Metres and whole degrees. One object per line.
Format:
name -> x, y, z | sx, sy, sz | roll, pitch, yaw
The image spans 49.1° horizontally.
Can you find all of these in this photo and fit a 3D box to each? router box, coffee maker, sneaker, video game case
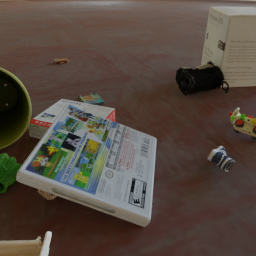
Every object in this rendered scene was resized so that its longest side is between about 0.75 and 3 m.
router box -> -1.677, -0.181, 8.648 | 2.034, 0.497, 1.826 | 11, 32, 18
coffee maker -> 2.903, -1.897, 11.027 | 1.584, 1.067, 1.522 | -17, 35, -24
sneaker -> 2.395, 0.770, 7.016 | 0.580, 0.375, 1.069 | 35, 20, 26
video game case -> -0.663, 0.649, 6.572 | 2.694, 0.325, 2.955 | 21, 32, -4

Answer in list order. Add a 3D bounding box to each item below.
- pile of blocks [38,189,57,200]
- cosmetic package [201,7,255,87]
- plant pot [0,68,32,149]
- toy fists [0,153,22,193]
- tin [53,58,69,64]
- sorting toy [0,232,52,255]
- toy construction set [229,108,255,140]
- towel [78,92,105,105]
pile of blocks -> -1.424, 1.036, 6.584 | 0.751, 0.568, 1.829 | 13, 40, 9
cosmetic package -> 4.758, -3.517, 11.964 | 2.370, 2.873, 2.368 | -3, 31, -4
plant pot -> -4.007, -0.817, 8.383 | 2.317, 2.317, 2.476 | -7, 17, -12
toy fists -> -3.443, 1.005, 6.548 | 1.841, 0.633, 0.938 | 4, 38, 3
tin -> -3.474, -3.502, 14.649 | 0.821, 0.172, 0.460 | -9, 36, -15
sorting toy -> -2.204, 2.499, 3.662 | 2.172, 1.160, 1.955 | 0, 38, -1
toy construction set -> 3.791, -0.202, 8.414 | 1.695, 0.781, 1.111 | 16, 57, 39
towel -> -1.394, -1.093, 10.595 | 0.746, 0.110, 1.017 | -13, 33, -22
